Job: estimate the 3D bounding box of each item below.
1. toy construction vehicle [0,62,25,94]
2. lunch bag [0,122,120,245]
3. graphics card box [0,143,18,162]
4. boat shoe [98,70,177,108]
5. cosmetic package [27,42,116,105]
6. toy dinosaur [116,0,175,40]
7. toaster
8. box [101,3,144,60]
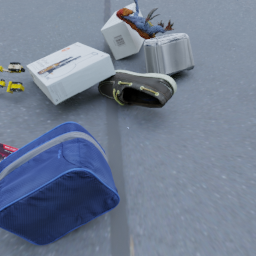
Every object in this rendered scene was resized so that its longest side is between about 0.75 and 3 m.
[{"bbox_3d":[-3.798,-1.590,9.111,1.156,0.407,1.006,2,74,16],"label":"toy construction vehicle"},{"bbox_3d":[-1.444,1.049,5.429,2.248,1.527,1.487,-29,41,7],"label":"lunch bag"},{"bbox_3d":[-3.328,0.935,6.714,0.848,0.344,1.352,17,46,12],"label":"graphics card box"},{"bbox_3d":[0.059,-1.116,8.356,2.732,0.974,0.823,7,49,37],"label":"boat shoe"},{"bbox_3d":[-1.925,-1.879,8.991,2.051,0.703,2.720,-29,35,-18],"label":"cosmetic package"},{"bbox_3d":[0.540,-3.545,9.817,2.176,2.398,1.259,-12,34,-27],"label":"toy dinosaur"},{"bbox_3d":[1.344,-2.525,9.790,2.002,1.293,1.137,-20,23,-21],"label":"toaster"},{"bbox_3d":[-0.069,-3.934,11.315,1.045,1.333,2.143,-13,35,27],"label":"box"}]
